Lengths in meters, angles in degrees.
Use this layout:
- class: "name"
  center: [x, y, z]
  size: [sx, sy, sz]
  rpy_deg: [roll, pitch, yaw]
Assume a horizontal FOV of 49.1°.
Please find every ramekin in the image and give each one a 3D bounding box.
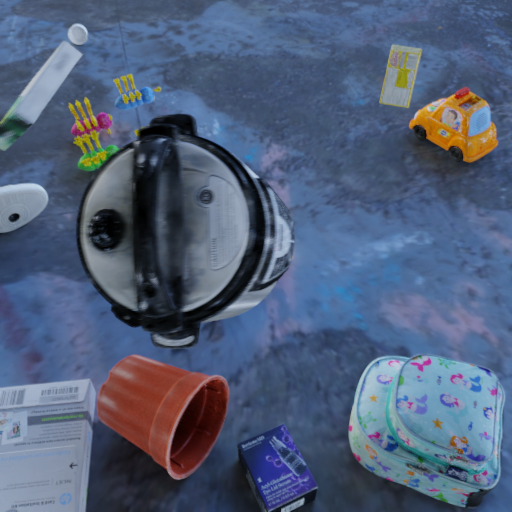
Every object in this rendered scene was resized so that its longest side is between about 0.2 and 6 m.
- class: "ramekin"
  center: [-5.408, -6.747, 17.015]
  size: [0.566, 0.566, 0.276]
  rpy_deg: [-4, 41, -3]

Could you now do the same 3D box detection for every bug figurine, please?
- class: "bug figurine"
  center: [-3.183, -2.998, 13.405]
  size: [2.465, 0.818, 3.179]
  rpy_deg: [-19, 54, -9]

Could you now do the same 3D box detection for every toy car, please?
- class: "toy car"
  center: [5.995, -3.612, 13.562]
  size: [4.230, 1.408, 2.075]
  rpy_deg: [-16, 50, -13]

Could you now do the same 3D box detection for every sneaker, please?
- class: "sneaker"
  center: [-5.907, -1.102, 11.498]
  size: [2.835, 1.036, 1.586]
  rpy_deg: [-28, 54, -22]

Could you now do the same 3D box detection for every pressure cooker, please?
- class: "pressure cooker"
  center: [-0.958, -0.263, 7.637]
  size: [2.591, 2.901, 2.552]
  rpy_deg: [-46, 78, 6]

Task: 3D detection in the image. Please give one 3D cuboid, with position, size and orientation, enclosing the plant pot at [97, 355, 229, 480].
- class: "plant pot"
  center: [-1.424, 2.240, 8.264]
  size: [1.481, 1.522, 1.522]
  rpy_deg: [17, 49, 25]

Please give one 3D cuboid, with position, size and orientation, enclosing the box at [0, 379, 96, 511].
- class: "box"
  center: [-3.344, 2.978, 8.156]
  size: [1.777, 0.469, 2.280]
  rpy_deg: [-6, 47, -4]

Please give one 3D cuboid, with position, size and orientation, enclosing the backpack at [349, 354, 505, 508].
- class: "backpack"
  center: [2.420, 2.368, 8.071]
  size: [2.096, 1.578, 1.861]
  rpy_deg: [12, 48, 18]

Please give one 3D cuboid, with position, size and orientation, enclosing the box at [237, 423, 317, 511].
- class: "box"
  center: [0.280, 3.086, 7.996]
  size: [0.787, 0.555, 1.063]
  rpy_deg: [-20, 51, -17]

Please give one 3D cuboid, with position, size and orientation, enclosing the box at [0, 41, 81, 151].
- class: "box"
  center: [-3.698, -2.583, 9.258]
  size: [2.018, 0.367, 1.456]
  rpy_deg: [-7, 52, 55]

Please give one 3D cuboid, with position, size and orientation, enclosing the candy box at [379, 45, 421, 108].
- class: "candy box"
  center: [2.743, -3.410, 10.660]
  size: [0.555, 1.085, 0.143]
  rpy_deg: [15, 17, 17]
